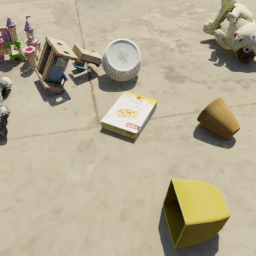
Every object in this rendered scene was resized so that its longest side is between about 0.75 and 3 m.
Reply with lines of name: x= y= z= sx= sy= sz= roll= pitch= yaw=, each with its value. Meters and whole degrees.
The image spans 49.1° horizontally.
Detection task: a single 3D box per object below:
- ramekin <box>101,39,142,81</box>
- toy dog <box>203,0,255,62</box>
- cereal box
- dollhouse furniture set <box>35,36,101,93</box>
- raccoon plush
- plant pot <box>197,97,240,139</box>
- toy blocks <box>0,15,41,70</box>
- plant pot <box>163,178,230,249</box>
ramekin: x=-0.202 y=-2.489 z=10.058 sx=1.509 sy=0.703 sz=1.509 roll=1 pitch=84 yaw=-7
toy dog: x=4.609 y=-3.822 z=11.521 sx=2.503 sy=1.801 sz=2.582 roll=25 pitch=33 yaw=-28
cereal box: x=0.067 y=-0.447 z=8.755 sx=1.196 sy=0.329 sz=1.663 roll=18 pitch=47 yaw=18
dollhouse furniture set: x=-2.018 y=-2.144 z=10.103 sx=1.992 sy=1.404 sz=1.396 roll=5 pitch=35 yaw=-40
raccoon plush: x=-3.928 y=-0.870 z=8.674 sx=1.727 sy=1.247 sz=2.578 roll=20 pitch=46 yaw=9
plant pot: x=2.722 y=-0.202 z=8.178 sx=0.959 sy=0.959 sz=1.029 roll=-28 pitch=65 yaw=-26
toy blocks: x=-4.510 y=-3.528 z=10.923 sx=1.979 sy=1.783 sz=2.118 roll=-3 pitch=44 yaw=-3
plant pot: x=1.475 y=1.778 z=5.972 sx=1.112 sy=1.080 sz=1.087 roll=-2 pitch=44 yaw=-10
